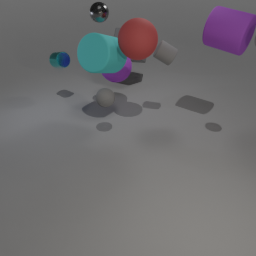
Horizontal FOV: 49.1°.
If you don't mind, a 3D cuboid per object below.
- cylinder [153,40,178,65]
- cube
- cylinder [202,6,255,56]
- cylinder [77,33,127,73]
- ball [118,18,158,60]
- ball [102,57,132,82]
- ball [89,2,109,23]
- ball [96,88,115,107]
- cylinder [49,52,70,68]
[{"bbox_3d":[1.426,-2.871,10.719,0.700,0.700,0.700,28,29,-12],"label":"cylinder"},{"bbox_3d":[0.146,-4.307,14.629,1.400,1.400,1.400,12,1,30],"label":"cube"},{"bbox_3d":[3.609,-3.467,9.987,1.400,1.400,1.400,28,40,26],"label":"cylinder"},{"bbox_3d":[-0.946,-2.776,10.542,1.400,1.400,1.400,15,16,24],"label":"cylinder"},{"bbox_3d":[0.341,-3.079,9.728,1.400,1.400,1.400,0,31,0],"label":"ball"},{"bbox_3d":[-0.531,-2.703,12.240,1.400,1.400,1.400,0,31,0],"label":"ball"},{"bbox_3d":[-1.041,-4.183,10.133,0.700,0.700,0.700,0,31,0],"label":"ball"},{"bbox_3d":[-0.817,-1.095,10.089,0.700,0.700,0.700,0,31,0],"label":"ball"},{"bbox_3d":[-3.088,-3.081,12.676,0.700,0.700,0.700,-26,26,-36],"label":"cylinder"}]
